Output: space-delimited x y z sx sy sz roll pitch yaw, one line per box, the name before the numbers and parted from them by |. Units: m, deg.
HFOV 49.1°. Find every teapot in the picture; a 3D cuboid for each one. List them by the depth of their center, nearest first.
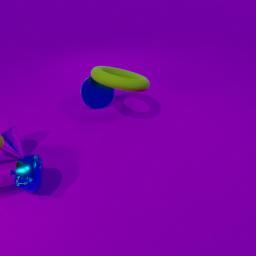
teapot | -2.456 1.069 6.802 0.735 0.934 1.502 3 15 -13

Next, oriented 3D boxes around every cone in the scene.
cone | -3.147 0.546 7.742 0.889 0.885 0.885 51 48 -6
cone | -1.200 -1.340 10.251 1.175 1.175 1.180 -10 12 -13

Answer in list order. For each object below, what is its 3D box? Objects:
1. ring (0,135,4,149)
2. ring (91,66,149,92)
ring | -3.790 0.576 6.263 1.939 0.388 1.939 -21 -1 0
ring | -0.239 -1.586 8.999 1.905 0.381 1.905 12 19 -4
